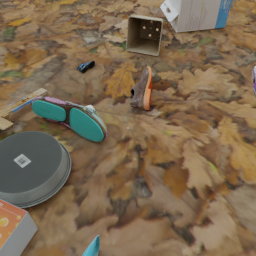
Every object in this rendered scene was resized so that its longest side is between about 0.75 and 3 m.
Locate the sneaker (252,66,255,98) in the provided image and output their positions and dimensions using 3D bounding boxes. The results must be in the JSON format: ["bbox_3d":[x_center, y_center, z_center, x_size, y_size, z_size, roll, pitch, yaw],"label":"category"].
[{"bbox_3d":[3.015,-0.393,5.074,0.985,0.740,1.978,-32,80,21],"label":"sneaker"}]

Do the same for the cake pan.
[{"bbox_3d":[-2.738,0.971,7.471,2.373,0.435,2.373,0,47,0],"label":"cake pan"}]

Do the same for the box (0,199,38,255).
[{"bbox_3d":[-3.065,2.572,5.886,1.213,0.951,1.950,17,50,15],"label":"box"}]

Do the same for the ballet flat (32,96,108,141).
[{"bbox_3d":[-1.692,-0.442,8.820,2.778,0.960,0.988,20,31,18],"label":"ballet flat"}]

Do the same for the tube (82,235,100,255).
[{"bbox_3d":[-1.164,3.463,5.069,0.735,1.130,2.917,23,55,5],"label":"tube"}]

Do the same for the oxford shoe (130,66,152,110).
[{"bbox_3d":[0.471,-1.481,9.842,0.730,0.714,2.002,2,47,8],"label":"oxford shoe"}]

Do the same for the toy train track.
[{"bbox_3d":[-3.782,-0.464,9.108,1.645,0.467,2.869,23,45,29],"label":"toy train track"}]

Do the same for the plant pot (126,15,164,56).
[{"bbox_3d":[0.808,-4.040,11.831,1.420,1.419,1.257,13,36,12],"label":"plant pot"}]

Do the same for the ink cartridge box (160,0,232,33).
[{"bbox_3d":[3.067,-5.748,13.051,2.784,1.743,1.789,-9,48,-9],"label":"ink cartridge box"}]

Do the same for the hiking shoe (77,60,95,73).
[{"bbox_3d":[-1.641,-2.472,11.018,0.340,0.292,0.784,33,55,26],"label":"hiking shoe"}]
